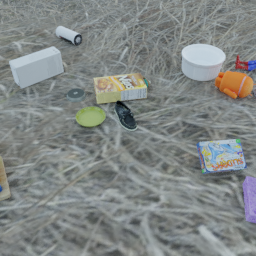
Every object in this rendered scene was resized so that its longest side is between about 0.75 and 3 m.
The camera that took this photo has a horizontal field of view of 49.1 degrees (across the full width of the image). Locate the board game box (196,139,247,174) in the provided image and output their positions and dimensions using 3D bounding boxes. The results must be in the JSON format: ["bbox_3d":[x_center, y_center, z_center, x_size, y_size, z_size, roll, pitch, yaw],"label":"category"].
[{"bbox_3d":[3.114,0.935,9.320,1.523,0.263,1.031,-4,72,-14],"label":"board game box"}]

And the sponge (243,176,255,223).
[{"bbox_3d":[4.753,2.282,8.056,2.646,0.395,1.476,11,37,9],"label":"sponge"}]

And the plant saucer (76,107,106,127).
[{"bbox_3d":[-1.499,-0.418,11.281,1.199,0.186,1.199,0,43,0],"label":"plant saucer"}]

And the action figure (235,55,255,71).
[{"bbox_3d":[6.860,-3.346,13.589,2.848,1.409,0.929,13,45,9],"label":"action figure"}]

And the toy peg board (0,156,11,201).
[{"bbox_3d":[-4.802,1.565,8.678,1.767,0.864,1.760,-19,46,-19],"label":"toy peg board"}]

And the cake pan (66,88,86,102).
[{"bbox_3d":[-2.302,-1.482,12.427,0.891,0.163,0.891,0,43,0],"label":"cake pan"}]

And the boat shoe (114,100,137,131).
[{"bbox_3d":[-0.103,-0.554,11.163,0.607,0.538,1.624,-14,45,-14],"label":"boat shoe"}]

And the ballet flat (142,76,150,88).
[{"bbox_3d":[0.816,-2.189,13.116,0.367,0.344,1.014,-5,36,-33],"label":"ballet flat"}]

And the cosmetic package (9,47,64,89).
[{"bbox_3d":[-4.256,-2.875,13.202,2.270,1.154,0.840,-28,50,-28],"label":"cosmetic package"}]

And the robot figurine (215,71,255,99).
[{"bbox_3d":[4.704,-1.906,12.309,1.675,0.977,1.205,22,27,24],"label":"robot figurine"}]

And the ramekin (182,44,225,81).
[{"bbox_3d":[3.578,-3.158,13.599,2.039,0.994,2.039,0,43,0],"label":"ramekin"}]

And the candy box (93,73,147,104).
[{"bbox_3d":[-0.365,-1.777,12.401,2.199,0.608,1.270,-8,43,-8],"label":"candy box"}]

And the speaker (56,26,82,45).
[{"bbox_3d":[-3.418,-5.342,16.161,1.645,0.668,0.668,31,51,28],"label":"speaker"}]

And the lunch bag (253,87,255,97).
[{"bbox_3d":[6.451,-1.448,12.045,1.765,0.667,1.414,-2,45,-1],"label":"lunch bag"}]
